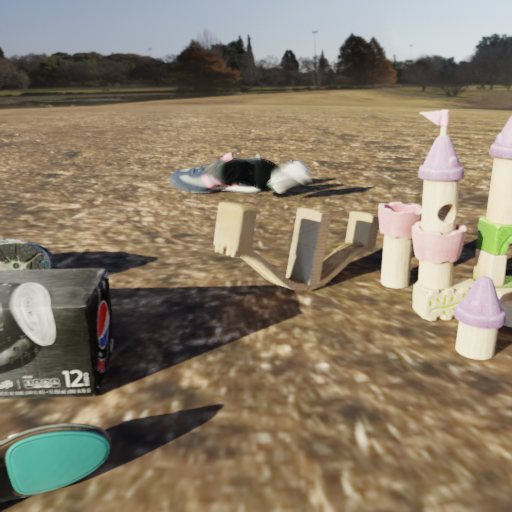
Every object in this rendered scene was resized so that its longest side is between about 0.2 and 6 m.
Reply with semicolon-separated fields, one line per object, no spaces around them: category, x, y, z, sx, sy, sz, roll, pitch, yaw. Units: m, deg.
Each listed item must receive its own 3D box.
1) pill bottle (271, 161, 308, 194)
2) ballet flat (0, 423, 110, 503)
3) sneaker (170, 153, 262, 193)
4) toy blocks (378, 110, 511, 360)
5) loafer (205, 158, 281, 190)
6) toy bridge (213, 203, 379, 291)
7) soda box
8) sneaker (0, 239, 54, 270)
pill bottle;0.790;-1.851;13.145;0.819;0.463;0.463;-30;2;31
ballet flat;-1.935;1.576;4.198;1.619;0.545;0.516;-13;17;-33
sneaker;-0.972;-2.191;14.228;2.451;1.005;0.860;-3;44;-8
toy blocks;3.366;-0.472;7.000;2.886;2.600;3.088;-2;19;-8
loafer;-0.268;-2.012;13.275;2.023;0.736;0.731;2;14;-42
toy bridge;0.749;-0.107;8.119;0.469;1.158;3.444;16;11;40
soda box;-3.177;0.791;5.740;3.215;1.018;1.138;-2;19;-3
sneaker;-4.128;0.118;8.384;2.209;0.857;0.953;6;6;-2
